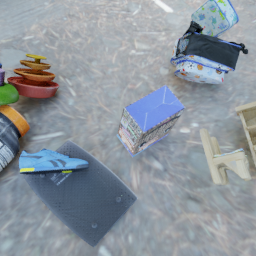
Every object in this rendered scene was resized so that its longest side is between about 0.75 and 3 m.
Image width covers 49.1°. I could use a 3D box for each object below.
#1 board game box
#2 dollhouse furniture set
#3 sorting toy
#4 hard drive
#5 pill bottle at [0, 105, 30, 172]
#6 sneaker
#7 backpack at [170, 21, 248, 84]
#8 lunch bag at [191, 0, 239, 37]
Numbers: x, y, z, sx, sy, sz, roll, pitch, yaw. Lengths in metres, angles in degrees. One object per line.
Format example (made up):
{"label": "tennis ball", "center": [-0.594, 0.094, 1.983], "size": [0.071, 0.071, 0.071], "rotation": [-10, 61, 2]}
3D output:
{"label": "board game box", "center": [0.482, -0.126, 6.635], "size": [1.195, 1.499, 0.726], "rotation": [-31, 73, -20]}
{"label": "dollhouse furniture set", "center": [2.830, -0.008, 5.378], "size": [2.471, 2.690, 1.751], "rotation": [-18, 72, 21]}
{"label": "sorting toy", "center": [-3.030, -1.416, 7.076], "size": [1.724, 1.178, 2.869], "rotation": [18, 18, 22]}
{"label": "hard drive", "center": [-1.050, 1.389, 6.232], "size": [2.223, 0.471, 1.500], "rotation": [36, 62, 22]}
{"label": "pill bottle", "center": [-3.382, 0.566, 6.274], "size": [1.310, 1.310, 2.466], "rotation": [28, 61, 19]}
{"label": "sneaker", "center": [-1.602, 0.689, 6.092], "size": [1.495, 0.493, 0.586], "rotation": [-1, 70, -3]}
{"label": "backpack", "center": [2.066, -1.990, 7.975], "size": [1.833, 1.412, 1.746], "rotation": [18, 10, -14]}
{"label": "lunch bag", "center": [2.795, -3.548, 9.082], "size": [0.596, 1.445, 1.162], "rotation": [-39, 98, -16]}
